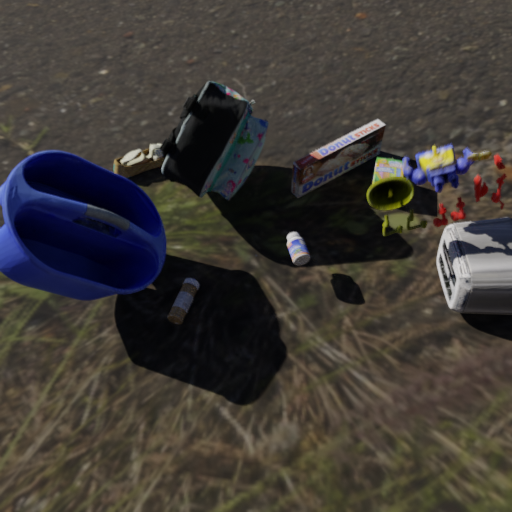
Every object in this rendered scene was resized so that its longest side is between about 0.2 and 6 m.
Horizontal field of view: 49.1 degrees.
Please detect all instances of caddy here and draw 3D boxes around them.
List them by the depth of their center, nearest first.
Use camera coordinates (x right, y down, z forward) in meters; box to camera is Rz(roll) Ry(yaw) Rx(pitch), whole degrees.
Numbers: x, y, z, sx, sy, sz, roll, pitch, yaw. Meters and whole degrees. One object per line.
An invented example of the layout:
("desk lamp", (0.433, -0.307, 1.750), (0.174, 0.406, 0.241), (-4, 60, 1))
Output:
("caddy", (-3.016, -0.477, 9.808), (1.656, 3.155, 2.231), (-18, 62, 38))

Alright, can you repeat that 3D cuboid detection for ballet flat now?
("ballet flat", (-2.494, -2.273, 12.933), (1.683, 0.530, 0.578), (-28, 58, -20))

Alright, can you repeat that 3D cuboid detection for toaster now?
("toaster", (4.291, 0.265, 10.508), (1.422, 1.251, 2.202), (-2, 47, 3))

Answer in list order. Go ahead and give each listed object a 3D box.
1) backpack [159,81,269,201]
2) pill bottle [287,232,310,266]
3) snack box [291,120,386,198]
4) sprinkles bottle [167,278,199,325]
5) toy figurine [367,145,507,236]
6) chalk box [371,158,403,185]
("backpack", (-0.840, -2.386, 11.695), (1.886, 2.224, 2.505), (27, 12, -12))
("pill bottle", (0.784, -0.148, 10.693), (0.339, 0.339, 0.605), (-12, 55, -9))
("snack box", (1.858, -2.208, 12.644), (2.502, 0.900, 0.304), (-30, 58, -21))
("sprinkles bottle", (-1.379, 0.857, 10.656), (0.308, 0.308, 0.904), (14, 54, 11))
("toy figurine", (3.156, -1.373, 10.093), (2.277, 1.201, 1.364), (-16, 32, 16))
("chalk box", (2.916, -1.748, 12.465), (0.635, 0.638, 1.026), (9, 52, 6))
